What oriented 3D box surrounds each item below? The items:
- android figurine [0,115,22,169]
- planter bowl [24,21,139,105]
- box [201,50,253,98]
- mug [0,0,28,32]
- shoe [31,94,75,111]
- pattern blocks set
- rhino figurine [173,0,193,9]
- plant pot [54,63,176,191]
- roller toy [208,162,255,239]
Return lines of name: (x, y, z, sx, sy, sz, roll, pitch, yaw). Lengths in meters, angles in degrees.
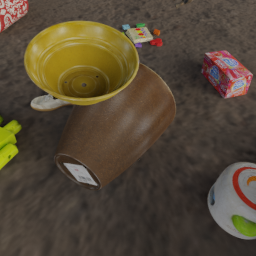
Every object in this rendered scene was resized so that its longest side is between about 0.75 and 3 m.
android figurine: (-3.489, 0.416, 6.424, 1.843, 0.416, 2.025, 19, 46, 18)
planter bowl: (-0.758, -0.953, 4.801, 1.823, 0.759, 1.823, 3, 56, -5)
box: (2.885, -1.632, 8.331, 0.744, 0.713, 1.493, -11, 45, -11)
mug: (-5.256, -4.749, 11.080, 1.934, 1.453, 2.178, 17, 43, 8)
shoe: (-1.873, -0.836, 7.711, 1.608, 0.429, 0.562, -9, 45, -9)
pattern blocks set: (0.452, -3.563, 10.752, 1.624, 0.150, 1.848, -4, 44, -4)
rhino figurine: (1.521, -3.875, 7.875, 0.617, 0.422, 1.410, -16, 45, 15)
plant pot: (-0.404, 0.075, 5.742, 2.092, 2.092, 2.239, 20, 54, 19)
roller toy: (2.152, 1.323, 5.109, 1.328, 0.928, 1.212, -12, 52, -24)
